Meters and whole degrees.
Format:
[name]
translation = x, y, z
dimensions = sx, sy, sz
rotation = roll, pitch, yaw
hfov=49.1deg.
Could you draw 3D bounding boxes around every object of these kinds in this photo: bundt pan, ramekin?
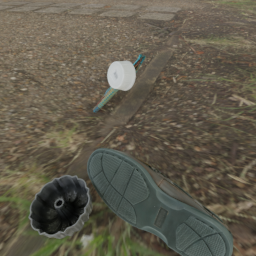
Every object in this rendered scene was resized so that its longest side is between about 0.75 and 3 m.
[bundt pan]
translation = -1.188, 1.498, 5.211
dimensions = 1.206, 0.453, 1.206
rotation = -11, 46, 12
[ramekin]
translation = -0.203, -1.414, 7.538
dimensions = 0.391, 0.802, 0.802
rotation = -5, 29, -40

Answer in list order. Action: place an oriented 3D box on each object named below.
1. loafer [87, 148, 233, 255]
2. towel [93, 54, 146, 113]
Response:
[loafer]
translation = 0.523, 1.335, 5.123
dimensions = 2.906, 1.044, 0.914
rotation = 33, 14, 22
[towel]
translation = -0.295, -1.435, 8.921
dimensions = 0.220, 2.025, 1.485
rotation = 42, 33, -11
